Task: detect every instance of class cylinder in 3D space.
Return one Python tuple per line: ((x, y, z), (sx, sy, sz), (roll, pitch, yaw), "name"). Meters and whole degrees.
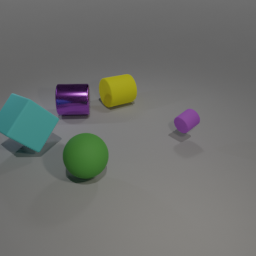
((2.206, -0.264, 10.489), (0.700, 0.700, 0.700), (-33, 42, -26), "cylinder")
((-2.431, -1.273, 12.535), (1.400, 1.400, 1.400), (-1, 30, -5), "cylinder")
((-0.501, -1.826, 13.636), (1.400, 1.400, 1.400), (-15, 33, -28), "cylinder")

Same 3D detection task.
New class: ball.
((-1.298, 0.851, 8.650), (1.400, 1.400, 1.400), (0, 30, 0), "ball")

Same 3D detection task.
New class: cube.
((-3.623, -0.191, 9.900), (1.400, 1.400, 1.400), (18, 75, 42), "cube")
